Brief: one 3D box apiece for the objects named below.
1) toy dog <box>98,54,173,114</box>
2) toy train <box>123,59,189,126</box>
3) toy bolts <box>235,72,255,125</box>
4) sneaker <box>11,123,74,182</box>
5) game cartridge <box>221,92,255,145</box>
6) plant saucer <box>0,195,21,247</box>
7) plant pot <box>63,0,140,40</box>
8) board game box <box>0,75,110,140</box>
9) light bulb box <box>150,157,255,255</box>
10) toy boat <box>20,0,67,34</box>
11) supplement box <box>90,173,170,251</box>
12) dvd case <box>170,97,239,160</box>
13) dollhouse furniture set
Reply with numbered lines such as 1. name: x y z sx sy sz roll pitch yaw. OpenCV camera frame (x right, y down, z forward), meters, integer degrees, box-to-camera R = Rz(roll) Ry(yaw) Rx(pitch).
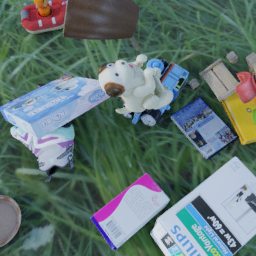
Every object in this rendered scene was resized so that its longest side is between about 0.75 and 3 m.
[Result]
1. toy dog: 0.019 -1.307 8.231 1.943 2.004 1.398 -29 60 29
2. toy train: 1.013 -1.357 10.714 1.673 1.269 2.928 32 68 8
3. toy bolts: 3.858 -0.984 7.292 1.363 1.965 1.877 -20 37 38
4. sneaker: -2.998 0.864 9.714 2.906 1.130 2.033 3 102 38
5. game cartridge: 5.219 -0.744 10.876 2.710 0.440 2.389 -12 65 -9
6. plant saucer: -4.274 3.045 9.102 1.658 0.266 1.658 0 63 0
7. plant pot: -0.757 -3.502 8.532 2.074 1.938 1.938 11 64 -12
8. board game box: -2.550 -0.901 9.656 2.879 0.624 2.865 -35 34 -30
9. light bulb box: 2.255 2.654 7.903 2.764 2.739 1.725 -33 67 -16
10. toy boat: -3.696 -5.265 12.422 2.281 1.491 1.489 -14 65 -7
11. supplement box: 0.092 2.630 8.813 2.220 1.147 1.123 -36 68 -14
12. dvd case: 2.878 -0.038 10.631 1.560 0.192 2.187 -32 68 -15
13. dollhouse furniture set: 4.128 -1.572 11.010 2.558 1.249 2.181 -35 60 18
